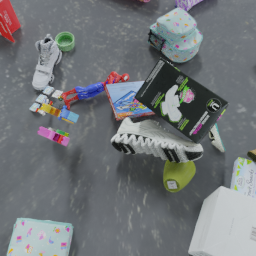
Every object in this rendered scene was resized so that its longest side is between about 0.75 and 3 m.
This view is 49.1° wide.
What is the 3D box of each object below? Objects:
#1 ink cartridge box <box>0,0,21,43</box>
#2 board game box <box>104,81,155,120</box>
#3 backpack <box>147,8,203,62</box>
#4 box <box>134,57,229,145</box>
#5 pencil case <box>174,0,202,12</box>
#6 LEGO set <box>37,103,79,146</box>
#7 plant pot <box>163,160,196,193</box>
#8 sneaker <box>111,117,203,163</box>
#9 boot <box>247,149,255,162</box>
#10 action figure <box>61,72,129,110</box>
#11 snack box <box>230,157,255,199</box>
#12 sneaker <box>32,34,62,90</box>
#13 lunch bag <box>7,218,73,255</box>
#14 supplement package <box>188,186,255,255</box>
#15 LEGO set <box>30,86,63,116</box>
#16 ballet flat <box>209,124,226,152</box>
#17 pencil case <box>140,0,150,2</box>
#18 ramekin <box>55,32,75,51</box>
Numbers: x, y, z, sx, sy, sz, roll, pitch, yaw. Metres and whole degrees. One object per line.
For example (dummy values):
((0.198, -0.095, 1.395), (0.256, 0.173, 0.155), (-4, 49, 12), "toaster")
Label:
((-5.440, -4.806, 11.371), (2.663, 1.547, 0.895), (35, 69, 16), "ink cartridge box")
((0.570, -1.056, 9.801), (2.574, 0.250, 1.325), (-10, 64, -26), "board game box")
((1.927, -3.558, 10.866), (1.661, 1.448, 1.889), (-36, 77, -21), "backpack")
((1.592, -0.761, 8.078), (2.193, 1.629, 1.363), (39, 104, 14), "box")
((3.046, -5.853, 12.301), (2.035, 0.854, 0.870), (-33, 96, -13), "pencil case")
((-2.161, -0.204, 8.267), (1.065, 2.595, 0.990), (25, 84, -13), "LEGO set")
((1.444, 1.446, 8.420), (0.964, 0.964, 1.030), (27, 31, 12), "plant pot")
((0.873, 0.291, 8.383), (2.781, 1.045, 1.127), (10, 61, 23), "sneaker")
((4.438, 0.885, 9.023), (0.952, 0.315, 0.834), (-14, 46, -32), "boot")
((-0.960, -1.169, 10.029), (2.525, 0.824, 1.250), (-27, 67, -10), "action figure")
((3.836, 1.845, 8.736), (1.148, 0.427, 1.614), (15, 63, 8), "snack box")
((-3.140, -2.487, 10.447), (0.767, 1.173, 2.041), (13, 65, 6), "sneaker")
((-2.456, 3.265, 7.752), (1.629, 0.993, 1.388), (8, 65, -2), "lunch bag")
((2.647, 2.775, 7.534), (1.318, 1.793, 1.714), (21, 66, 10), "supplement package")
((-2.866, -0.994, 9.755), (1.494, 0.367, 1.116), (21, 69, 45), "LEGO set")
((3.003, 0.359, 9.570), (0.399, 0.399, 1.112), (-8, 61, -4), "ballet flat")
((-0.098, -6.660, 12.503), (2.906, 1.257, 1.203), (31, 31, 14), "pencil case")
((-2.538, -3.492, 11.387), (0.765, 0.374, 0.765), (0, 64, 0), "ramekin")
